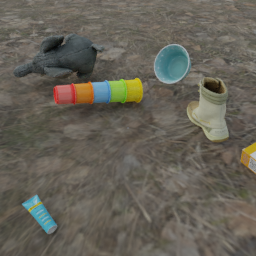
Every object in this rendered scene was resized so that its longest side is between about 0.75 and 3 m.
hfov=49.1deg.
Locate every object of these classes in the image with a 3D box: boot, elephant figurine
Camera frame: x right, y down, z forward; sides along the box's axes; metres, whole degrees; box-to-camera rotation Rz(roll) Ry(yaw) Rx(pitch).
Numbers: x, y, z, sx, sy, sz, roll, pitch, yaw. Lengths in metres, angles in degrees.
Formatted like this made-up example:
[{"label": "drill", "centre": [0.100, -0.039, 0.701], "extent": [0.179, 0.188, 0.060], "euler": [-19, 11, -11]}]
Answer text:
[{"label": "boot", "centre": [2.299, -0.759, 8.225], "extent": [0.757, 1.623, 2.099], "euler": [-15, 32, -4]}, {"label": "elephant figurine", "centre": [-2.578, -2.435, 10.208], "extent": [2.645, 2.052, 1.872], "euler": [-20, 58, -35]}]

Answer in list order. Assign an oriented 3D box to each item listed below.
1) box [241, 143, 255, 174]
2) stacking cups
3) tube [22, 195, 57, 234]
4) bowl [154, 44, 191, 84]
[{"label": "box", "centre": [4.215, 1.105, 6.575], "extent": [1.563, 0.545, 2.626], "euler": [-24, 45, -16]}, {"label": "stacking cups", "centre": [-0.966, -1.130, 9.211], "extent": [2.836, 0.858, 0.858], "euler": [-7, 37, -19]}, {"label": "tube", "centre": [-1.850, 1.824, 5.934], "extent": [0.359, 0.234, 0.928], "euler": [-27, 52, -36]}, {"label": "bowl", "centre": [1.606, -2.093, 9.488], "extent": [1.299, 1.299, 0.679], "euler": [29, 14, 33]}]
